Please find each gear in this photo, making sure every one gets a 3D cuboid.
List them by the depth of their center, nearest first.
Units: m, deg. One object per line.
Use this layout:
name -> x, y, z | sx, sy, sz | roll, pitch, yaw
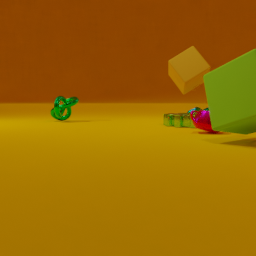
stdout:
gear -> 2.226, -0.281, 9.358 | 2.038, 0.377, 2.038 | 0, 5, 0

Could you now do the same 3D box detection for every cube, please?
cube -> 2.391, -0.618, 5.478 | 1.191, 1.191, 1.191 | 6, -19, -36
cube -> 1.834, -1.734, 8.519 | 0.888, 0.888, 0.888 | -32, -18, -2

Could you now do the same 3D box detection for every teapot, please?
teapot -> 2.109, -0.216, 7.169 | 1.251, 0.613, 0.778 | 12, 7, -22

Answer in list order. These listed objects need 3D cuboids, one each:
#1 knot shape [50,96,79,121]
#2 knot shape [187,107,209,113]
knot shape -> -2.500, -0.871, 11.203 | 1.220, 0.602, 1.304 | -41, -11, -23
knot shape -> 3.063, -0.584, 11.580 | 1.138, 0.526, 1.065 | -11, 11, -36
